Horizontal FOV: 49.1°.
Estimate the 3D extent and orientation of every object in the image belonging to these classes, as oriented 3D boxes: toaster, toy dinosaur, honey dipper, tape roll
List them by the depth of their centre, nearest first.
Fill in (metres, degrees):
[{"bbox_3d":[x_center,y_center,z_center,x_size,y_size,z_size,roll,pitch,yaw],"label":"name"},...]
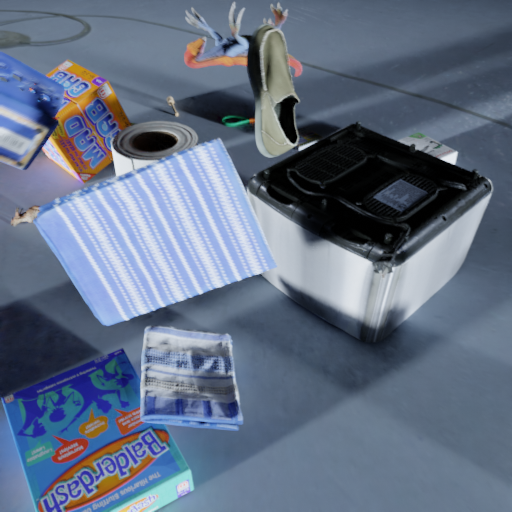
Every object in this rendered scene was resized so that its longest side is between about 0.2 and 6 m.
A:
[{"bbox_3d":[1.775,-0.522,9.749,3.167,2.078,3.503,32,49,33],"label":"toaster"},{"bbox_3d":[-0.312,-4.159,11.258,2.252,2.481,1.303,-45,18,-16],"label":"toy dinosaur"},{"bbox_3d":[-4.649,-0.887,11.588,0.557,0.353,0.822,21,38,33],"label":"toy dinosaur"},{"bbox_3d":[-2.121,-1.947,12.122,1.845,1.267,1.845,0,39,0],"label":"tape roll"},{"bbox_3d":[-2.335,-4.183,15.714,0.186,0.186,0.979,-11,42,-13],"label":"honey dipper"}]

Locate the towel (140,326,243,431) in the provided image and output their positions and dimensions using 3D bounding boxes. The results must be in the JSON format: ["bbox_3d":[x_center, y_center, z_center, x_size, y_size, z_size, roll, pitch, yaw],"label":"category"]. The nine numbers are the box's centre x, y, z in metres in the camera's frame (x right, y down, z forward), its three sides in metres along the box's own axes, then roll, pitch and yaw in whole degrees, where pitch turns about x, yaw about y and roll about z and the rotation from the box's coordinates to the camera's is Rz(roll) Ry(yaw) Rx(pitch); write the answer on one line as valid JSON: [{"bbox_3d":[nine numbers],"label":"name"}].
[{"bbox_3d":[-0.943,1.686,8.073,1.413,0.229,1.923,9,29,-14],"label":"towel"}]

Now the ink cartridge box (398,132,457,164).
[{"bbox_3d":[3.978,-2.369,13.236,0.882,0.509,1.208,-25,46,-27],"label":"ink cartridge box"}]

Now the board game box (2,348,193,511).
[{"bbox_3d":[-2.130,2.447,7.352,1.774,0.525,2.332,-21,44,-24],"label":"board game box"}]

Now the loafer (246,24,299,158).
[{"bbox_3d":[0.400,-2.759,9.383,0.752,2.160,0.812,8,20,44],"label":"loafer"}]

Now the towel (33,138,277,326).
[{"bbox_3d":[-1.197,-0.184,6.675,2.442,1.768,0.291,-20,24,11],"label":"towel"}]

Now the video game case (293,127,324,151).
[{"bbox_3d":[1.170,-3.012,14.347,0.908,0.100,0.826,-25,45,-28],"label":"video game case"}]

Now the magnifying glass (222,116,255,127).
[{"bbox_3d":[-0.313,-3.633,15.100,1.203,0.135,0.479,-4,39,-2],"label":"magnifying glass"}]

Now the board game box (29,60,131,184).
[{"bbox_3d":[-4.110,-3.067,12.784,1.714,1.713,1.713,34,69,34],"label":"board game box"}]

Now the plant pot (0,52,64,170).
[{"bbox_3d":[-3.400,-1.920,7.701,1.158,1.158,1.041,23,37,-39],"label":"plant pot"}]

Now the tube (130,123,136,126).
[{"bbox_3d":[-3.952,-3.207,14.249,2.305,0.598,0.669,13,11,22],"label":"tube"}]
